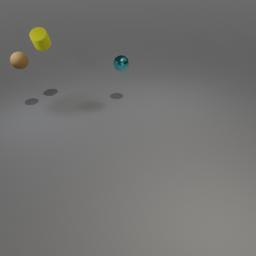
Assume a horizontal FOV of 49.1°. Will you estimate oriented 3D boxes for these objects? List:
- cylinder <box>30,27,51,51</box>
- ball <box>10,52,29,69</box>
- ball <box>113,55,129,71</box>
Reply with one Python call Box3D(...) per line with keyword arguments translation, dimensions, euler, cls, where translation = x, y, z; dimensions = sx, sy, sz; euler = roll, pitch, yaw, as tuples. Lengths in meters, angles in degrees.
Box3D(translation=(-3.669, -3.727, 11.743), dimensions=(0.700, 0.700, 0.700), euler=(0, 70, 1), cls="cylinder")
Box3D(translation=(-4.437, -2.755, 11.448), dimensions=(0.700, 0.700, 0.700), euler=(0, 32, 0), cls="ball")
Box3D(translation=(-0.299, -2.859, 12.381), dimensions=(0.700, 0.700, 0.700), euler=(0, 32, 0), cls="ball")
